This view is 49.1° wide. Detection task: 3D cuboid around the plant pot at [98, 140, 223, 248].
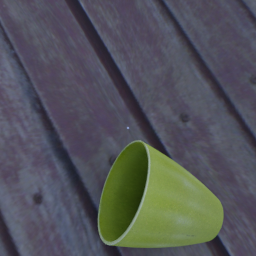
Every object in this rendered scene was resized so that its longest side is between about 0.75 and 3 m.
[{"bbox_3d":[0.847,1.699,6.162,2.318,2.169,2.169,24,77,-19],"label":"plant pot"}]
